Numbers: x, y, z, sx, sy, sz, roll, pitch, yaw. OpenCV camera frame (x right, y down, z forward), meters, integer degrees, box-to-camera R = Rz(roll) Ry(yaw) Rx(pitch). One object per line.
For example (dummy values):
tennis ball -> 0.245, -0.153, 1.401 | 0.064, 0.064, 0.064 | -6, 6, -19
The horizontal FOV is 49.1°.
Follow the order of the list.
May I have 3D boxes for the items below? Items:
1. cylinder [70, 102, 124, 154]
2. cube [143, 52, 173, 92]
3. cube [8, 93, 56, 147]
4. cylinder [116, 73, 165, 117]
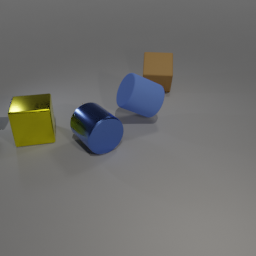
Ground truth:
cylinder -> -1.101, -0.009, 9.822 | 1.400, 1.400, 1.400 | -20, 37, -30
cube -> 1.459, -2.758, 13.895 | 1.400, 1.400, 1.400 | 3, 64, 4
cube -> -3.478, -0.319, 10.338 | 1.400, 1.400, 1.400 | -7, 32, -11
cylinder -> 0.474, -1.271, 11.016 | 1.400, 1.400, 1.400 | 18, 22, -28
